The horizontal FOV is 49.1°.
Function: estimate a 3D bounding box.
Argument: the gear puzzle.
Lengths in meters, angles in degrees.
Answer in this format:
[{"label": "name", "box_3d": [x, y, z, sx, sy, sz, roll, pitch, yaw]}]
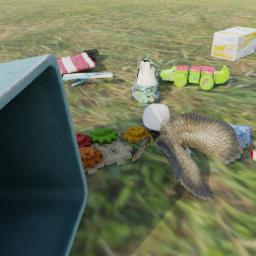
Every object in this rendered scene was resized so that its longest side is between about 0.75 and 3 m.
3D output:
[{"label": "gear puzzle", "box_3d": [-0.701, 0.382, 6.601, 2.911, 0.381, 1.508, -14, 33, -22]}]

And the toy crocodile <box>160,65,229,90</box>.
[{"label": "toy crocodile", "box_3d": [2.382, -1.937, 10.193, 2.447, 0.756, 0.826, 8, 31, 14]}]

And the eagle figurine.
[{"label": "eagle figurine", "box_3d": [1.180, 0.374, 5.858, 1.445, 1.453, 1.915, 0, 18, -43]}]

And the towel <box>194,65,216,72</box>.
[{"label": "towel", "box_3d": [3.230, -2.331, 11.492, 0.822, 0.128, 1.136, -1, 32, -5]}]

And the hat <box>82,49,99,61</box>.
[{"label": "hat", "box_3d": [-1.704, -3.276, 12.873, 0.905, 0.365, 0.905, -5, 43, 4]}]

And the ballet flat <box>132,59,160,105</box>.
[{"label": "ballet flat", "box_3d": [0.618, -1.732, 9.696, 1.000, 1.000, 2.695, 0, 31, 0]}]

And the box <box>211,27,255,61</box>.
[{"label": "box", "box_3d": [5.180, -4.106, 13.513, 2.207, 1.118, 1.241, -26, 38, -36]}]

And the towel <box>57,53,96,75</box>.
[{"label": "towel", "box_3d": [-2.628, -2.602, 11.569, 2.318, 0.264, 1.669, -16, 34, -14]}]

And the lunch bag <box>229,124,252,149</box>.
[{"label": "lunch bag", "box_3d": [2.333, 0.165, 6.955, 0.832, 0.520, 1.105, -21, 27, -27]}]

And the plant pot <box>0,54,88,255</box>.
[{"label": "plant pot", "box_3d": [-2.410, 0.831, 3.748, 2.830, 2.771, 2.778, -2, 30, 9]}]

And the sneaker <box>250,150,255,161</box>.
[{"label": "sneaker", "box_3d": [3.110, 0.539, 6.442, 0.753, 0.295, 0.435, -25, 40, -38]}]

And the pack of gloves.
[{"label": "pack of gloves", "box_3d": [-1.506, -1.832, 10.554, 1.894, 0.374, 1.591, -3, 15, -2]}]
